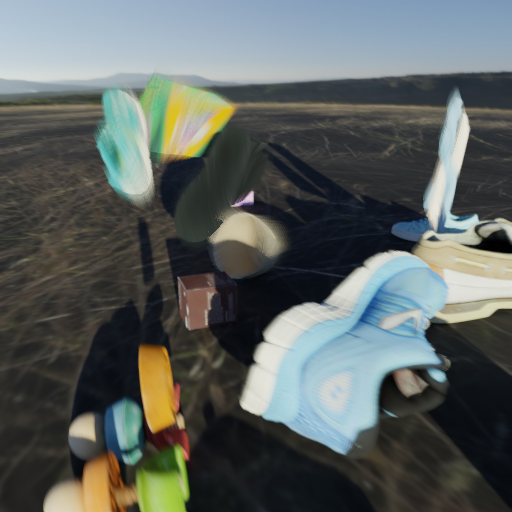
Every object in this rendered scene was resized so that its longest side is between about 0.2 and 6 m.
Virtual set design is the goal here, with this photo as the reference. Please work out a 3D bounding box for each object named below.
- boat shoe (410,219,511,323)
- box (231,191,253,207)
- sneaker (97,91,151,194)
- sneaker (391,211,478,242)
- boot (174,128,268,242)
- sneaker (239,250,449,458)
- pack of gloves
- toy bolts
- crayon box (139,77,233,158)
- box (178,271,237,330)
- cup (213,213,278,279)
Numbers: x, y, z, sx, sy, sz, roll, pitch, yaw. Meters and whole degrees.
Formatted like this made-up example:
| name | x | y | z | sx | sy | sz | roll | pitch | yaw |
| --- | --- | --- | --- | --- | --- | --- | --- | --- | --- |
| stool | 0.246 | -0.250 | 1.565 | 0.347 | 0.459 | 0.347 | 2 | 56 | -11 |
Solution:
| name | x | y | z | sx | sy | sz | roll | pitch | yaw |
| --- | --- | --- | --- | --- | --- | --- | --- | --- | --- |
| boat shoe | 3.688 | 0.083 | 8.325 | 3.402 | 1.164 | 1.271 | -10 | 21 | -28 |
| box | -0.679 | -1.647 | 14.421 | 0.954 | 0.525 | 1.085 | -5 | 20 | -14 |
| sneaker | -2.170 | -1.871 | 8.987 | 0.700 | 1.807 | 0.720 | -26 | -18 | 36 |
| sneaker | 3.597 | -0.653 | 11.246 | 1.679 | 0.688 | 0.621 | 4 | 18 | 10 |
| boot | -0.551 | -1.216 | 10.060 | 0.814 | 2.200 | 1.802 | 27 | 3 | 8 |
| sneaker | 1.343 | 1.065 | 5.971 | 1.524 | 1.328 | 3.388 | 33 | 36 | 25 |
| pack of gloves | 3.229 | -1.555 | 9.861 | 0.430 | 2.179 | 1.830 | 12 | -5 | 27 |
| toy bolts | -1.130 | 1.409 | 4.517 | 1.013 | 1.395 | 1.460 | -9 | 2 | -6 |
| crayon box | -1.332 | -2.424 | 10.055 | 0.547 | 1.114 | 1.876 | 40 | 23 | 22 |
| box | -0.670 | 0.601 | 7.717 | 0.705 | 0.585 | 0.579 | -6 | 20 | -18 |
| cup | -0.054 | -0.112 | 9.354 | 1.078 | 1.078 | 0.771 | 15 | 1 | 37 |
